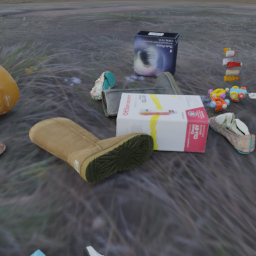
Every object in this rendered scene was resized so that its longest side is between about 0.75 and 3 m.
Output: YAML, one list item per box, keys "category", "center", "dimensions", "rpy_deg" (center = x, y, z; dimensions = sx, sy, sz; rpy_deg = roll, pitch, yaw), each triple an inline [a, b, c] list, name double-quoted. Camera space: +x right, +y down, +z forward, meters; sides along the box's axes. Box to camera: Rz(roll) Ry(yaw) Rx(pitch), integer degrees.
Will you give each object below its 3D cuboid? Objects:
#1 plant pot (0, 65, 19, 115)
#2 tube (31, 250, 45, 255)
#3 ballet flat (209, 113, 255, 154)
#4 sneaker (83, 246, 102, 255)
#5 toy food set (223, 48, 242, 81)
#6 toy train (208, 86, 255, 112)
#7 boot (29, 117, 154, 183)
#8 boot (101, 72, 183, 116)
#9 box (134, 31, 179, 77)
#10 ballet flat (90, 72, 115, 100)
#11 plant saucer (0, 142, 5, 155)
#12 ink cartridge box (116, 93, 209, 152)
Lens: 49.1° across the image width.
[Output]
- category: "plant pot"
  center: [-5.029, -0.934, 9.089]
  dimensions: [2.140, 2.140, 1.960]
  rpy_deg: [9, 47, 16]
- category: "tube"
  center: [-1.925, 2.624, 4.340]
  dimensions: [0.698, 0.454, 1.802]
  rpy_deg: [25, 33, 30]
- category: "ballet flat"
  center: [3.193, -0.042, 8.629]
  dimensions: [0.719, 0.710, 2.111]
  rpy_deg: [-10, 31, -16]
- category: "sneaker"
  center: [-0.281, 2.417, 4.770]
  dimensions: [0.649, 0.426, 1.129]
  rpy_deg: [-11, 38, -36]
- category: "toy food set"
  center: [3.290, -2.006, 8.772]
  dimensions: [0.466, 1.037, 0.495]
  rpy_deg: [-1, 0, 2]
- category: "toy train"
  center: [3.837, -1.045, 10.617]
  dimensions: [1.907, 0.530, 1.432]
  rpy_deg: [-11, 33, -12]
- category: "boot"
  center: [-1.044, 0.294, 7.865]
  dimensions: [2.460, 0.929, 2.809]
  rpy_deg: [-14, 27, -39]
- category: "boot"
  center: [0.423, -1.304, 10.739]
  dimensions: [2.882, 1.046, 2.620]
  rpy_deg: [-10, 29, -4]
- category: "box"
  center: [1.344, -3.522, 13.440]
  dimensions: [1.939, 1.923, 1.195]
  rpy_deg: [9, 31, 15]
- category: "ballet flat"
  center: [-1.088, -1.796, 11.682]
  dimensions: [0.705, 0.835, 2.207]
  rpy_deg: [-15, 23, 15]
- category: "plant saucer"
  center: [-3.924, 0.670, 7.966]
  dimensions: [0.849, 0.146, 0.849]
  rpy_deg: [-1, 30, 0]
- category: "ink cartridge box"
  center: [0.982, -0.225, 8.573]
  dimensions: [2.562, 1.069, 1.860]
  rpy_deg: [2, 30, 3]
